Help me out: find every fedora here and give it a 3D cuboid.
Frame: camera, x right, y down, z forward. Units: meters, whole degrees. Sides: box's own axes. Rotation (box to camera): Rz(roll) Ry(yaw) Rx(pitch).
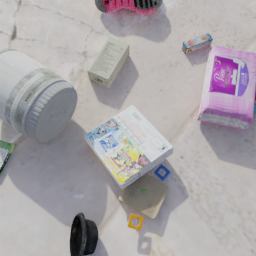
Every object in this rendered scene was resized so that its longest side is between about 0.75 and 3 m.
[{"bbox_3d":[-1.274,3.272,8.396,0.642,1.406,1.406,12,64,-26],"label":"fedora"}]

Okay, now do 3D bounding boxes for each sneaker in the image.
[{"bbox_3d":[0.054,-5.856,12.300,2.960,1.169,1.412,3,56,0],"label":"sneaker"}]

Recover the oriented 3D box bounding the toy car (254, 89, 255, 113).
[{"bbox_3d":[5.374,-1.353,10.041,1.348,1.524,1.405,16,68,7],"label":"toy car"}]

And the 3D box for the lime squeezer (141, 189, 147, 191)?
[{"bbox_3d":[0.241,1.924,9.256,0.194,0.364,1.029,-31,41,-23],"label":"lime squeezer"}]

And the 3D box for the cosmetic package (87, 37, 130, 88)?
[{"bbox_3d":[-0.739,-2.598,11.043,0.966,0.653,1.836,26,69,11],"label":"cosmetic package"}]

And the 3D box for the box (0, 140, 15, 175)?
[{"bbox_3d":[-4.629,0.995,9.754,0.885,0.223,1.227,16,69,7],"label":"box"}]

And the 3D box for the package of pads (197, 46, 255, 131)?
[{"bbox_3d":[3.683,-1.482,10.313,1.773,1.113,2.943,13,67,5],"label":"package of pads"}]

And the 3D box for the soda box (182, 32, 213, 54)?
[{"bbox_3d":[2.846,-3.489,11.554,1.223,0.418,0.389,-22,69,-9],"label":"soda box"}]

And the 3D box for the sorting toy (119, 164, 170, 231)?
[{"bbox_3d":[0.512,2.152,9.126,1.317,0.319,2.339,28,63,6],"label":"sorting toy"}]

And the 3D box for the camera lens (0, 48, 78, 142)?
[{"bbox_3d":[-3.491,-1.148,9.510,2.895,2.316,2.316,32,70,13],"label":"camera lens"}]

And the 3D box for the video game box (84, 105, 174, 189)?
[{"bbox_3d":[-0.001,0.567,9.512,2.121,0.545,2.328,-32,58,-16],"label":"video game box"}]
